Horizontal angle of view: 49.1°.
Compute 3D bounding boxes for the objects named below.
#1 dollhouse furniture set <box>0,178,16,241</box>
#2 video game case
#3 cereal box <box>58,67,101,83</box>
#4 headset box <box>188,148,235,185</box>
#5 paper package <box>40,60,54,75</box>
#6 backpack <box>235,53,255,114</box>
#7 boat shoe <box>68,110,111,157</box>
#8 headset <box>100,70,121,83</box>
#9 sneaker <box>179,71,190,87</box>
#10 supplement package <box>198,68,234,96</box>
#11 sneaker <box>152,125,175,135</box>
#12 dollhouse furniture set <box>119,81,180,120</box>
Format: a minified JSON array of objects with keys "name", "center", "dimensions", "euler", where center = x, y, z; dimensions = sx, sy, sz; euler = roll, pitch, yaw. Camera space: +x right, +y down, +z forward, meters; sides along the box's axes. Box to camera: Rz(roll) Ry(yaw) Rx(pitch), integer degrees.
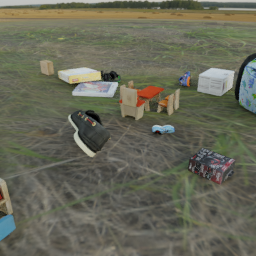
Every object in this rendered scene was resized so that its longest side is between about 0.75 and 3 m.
[{"name":"dollhouse furniture set","center":[-2.971,1.761,5.101],"dimensions":[1.613,1.604,2.289],"euler":[16,31,28]},{"name":"video game case","center":[-1.594,-1.978,14.049],"dimensions":[1.967,0.226,1.792],"euler":[3,27,5]},{"name":"cereal box","center":[-2.693,-2.888,15.281],"dimensions":[1.718,0.472,2.388],"euler":[-12,22,-23]},{"name":"headset box","center":[2.382,1.058,7.812],"dimensions":[1.122,0.421,0.834],"euler":[21,34,35]},{"name":"paper package","center":[-4.803,-3.587,16.619],"dimensions":[0.421,0.775,0.813],"euler":[-24,35,-39]},{"name":"backpack","center":[5.606,-1.443,11.142],"dimensions":[2.137,2.268,2.780],"euler":[-27,43,-28]},{"name":"boat shoe","center":[-1.210,-0.048,8.830],"dimensions":[0.914,1.067,2.916],"euler":[-45,23,0]},{"name":"headset","center":[-1.035,-2.781,15.524],"dimensions":[0.879,0.669,1.423],"euler":[-27,52,-37]},{"name":"sneaker","center":[3.054,-2.663,15.068],"dimensions":[0.606,0.582,1.544],"euler":[1,24,13]},{"name":"supplement package","center":[4.409,-2.332,14.007],"dimensions":[1.233,0.878,1.583],"euler":[18,33,33]},{"name":"sneaker","center":[1.251,0.123,9.899],"dimensions":[0.805,0.316,0.362],"euler":[-2,39,13]},{"name":"dollhouse furniture set","center":[0.678,-1.349,11.666],"dimensions":[2.409,1.241,2.383],"euler":[15,31,27]}]
